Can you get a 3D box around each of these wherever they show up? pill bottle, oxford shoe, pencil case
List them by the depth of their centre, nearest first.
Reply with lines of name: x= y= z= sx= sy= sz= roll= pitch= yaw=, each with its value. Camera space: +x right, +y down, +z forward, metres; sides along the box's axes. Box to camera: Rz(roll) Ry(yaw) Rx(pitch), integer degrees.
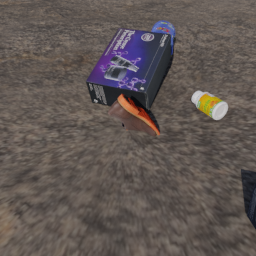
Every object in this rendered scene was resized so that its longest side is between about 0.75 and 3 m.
oxford shoe: x=0.180 y=-0.193 z=7.239 sx=0.637 sy=1.755 sz=0.625 roll=-42 pitch=40 yaw=13
pill bottle: x=2.330 y=-0.697 z=8.117 sx=0.557 sy=0.557 sz=1.003 roll=-19 pitch=39 yaw=-24
pencil case: x=1.365 y=-3.545 z=11.722 sx=1.111 sy=1.237 sz=2.847 roll=13 pitch=37 yaw=4

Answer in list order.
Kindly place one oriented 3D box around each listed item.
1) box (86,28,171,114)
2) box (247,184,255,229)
box: x=0.135 y=-1.940 z=9.099 sx=1.932 sy=1.080 sz=2.738 roll=14 pitch=57 yaw=15
box: x=2.574 y=1.511 z=5.033 sx=0.498 sy=0.706 sz=0.954 roll=10 pitch=9 yaw=7
